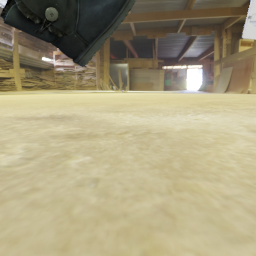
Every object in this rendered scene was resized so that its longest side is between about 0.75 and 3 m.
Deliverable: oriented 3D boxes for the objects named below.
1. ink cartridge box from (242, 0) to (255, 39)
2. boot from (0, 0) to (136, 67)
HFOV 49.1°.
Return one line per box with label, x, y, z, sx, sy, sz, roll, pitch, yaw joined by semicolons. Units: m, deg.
ink cartridge box;2.984;-2.629;6.482;0.411;0.957;0.701;12;38;17
boot;-1.170;-2.723;5.817;2.117;2.520;0.962;28;26;-34
